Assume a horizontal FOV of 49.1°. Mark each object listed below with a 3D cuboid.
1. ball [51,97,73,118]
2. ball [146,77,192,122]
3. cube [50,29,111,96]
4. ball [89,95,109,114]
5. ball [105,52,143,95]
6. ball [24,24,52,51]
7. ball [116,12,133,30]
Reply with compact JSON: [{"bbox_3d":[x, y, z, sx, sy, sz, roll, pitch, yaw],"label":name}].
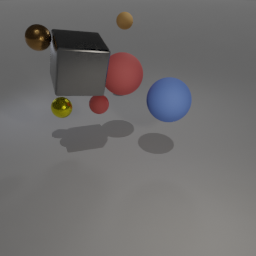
[{"bbox_3d":[-2.181,-0.676,9.222,0.700,0.700,0.700,0,28,0],"label":"ball"},{"bbox_3d":[1.278,-0.878,8.775,1.400,1.400,1.400,0,28,0],"label":"ball"},{"bbox_3d":[-1.428,-1.860,8.014,1.400,1.400,1.400,-3,38,-21],"label":"cube"},{"bbox_3d":[-1.014,-0.837,9.815,0.700,0.700,0.700,0,28,0],"label":"ball"},{"bbox_3d":[-0.197,-1.790,9.295,1.400,1.400,1.400,0,28,0],"label":"ball"},{"bbox_3d":[-2.438,-2.449,7.603,0.700,0.700,0.700,0,28,0],"label":"ball"},{"bbox_3d":[-0.140,-4.472,11.688,0.700,0.700,0.700,0,28,0],"label":"ball"}]
